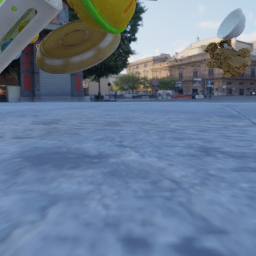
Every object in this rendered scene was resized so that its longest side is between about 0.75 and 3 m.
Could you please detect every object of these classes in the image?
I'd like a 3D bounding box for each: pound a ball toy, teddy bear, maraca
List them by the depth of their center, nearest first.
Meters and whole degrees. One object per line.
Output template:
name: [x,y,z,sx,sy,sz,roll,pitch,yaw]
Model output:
maraca: [-0.650,-2.967,5.177,1.338,2.501,1.715,-15,24,27]
pound a ball toy: [-2.633,-2.907,6.816,2.996,1.953,1.273,-32,-37,27]
teddy bear: [3.558,-2.515,10.086,1.543,0.711,2.129,-28,48,-12]

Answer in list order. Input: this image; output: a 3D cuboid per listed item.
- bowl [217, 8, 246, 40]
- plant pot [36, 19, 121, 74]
bowl: [3.719,-3.541,9.831,0.519,1.155,1.155,27,-3,-19]
plant pot: [-1.425,-2.355,7.643,2.446,0.336,2.446,-9,47,10]
